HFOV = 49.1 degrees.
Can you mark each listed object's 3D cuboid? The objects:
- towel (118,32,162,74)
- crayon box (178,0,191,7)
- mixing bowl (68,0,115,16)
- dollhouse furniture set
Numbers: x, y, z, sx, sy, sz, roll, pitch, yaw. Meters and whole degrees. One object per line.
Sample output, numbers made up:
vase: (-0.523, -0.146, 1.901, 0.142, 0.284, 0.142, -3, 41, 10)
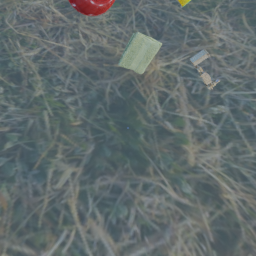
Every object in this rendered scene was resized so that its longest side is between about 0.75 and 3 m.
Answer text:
towel: (0.313, -2.091, 7.932, 0.898, 1.211, 0.221, 16, 47, -22)
crayon box: (2.126, -4.750, 9.684, 0.578, 0.973, 0.284, 51, 25, -10)
mixing bowl: (-0.828, -3.606, 7.150, 1.468, 1.468, 0.795, -22, 32, -14)
dollhouse furniture set: (2.077, -1.435, 7.216, 0.448, 1.012, 0.524, -33, 33, 15)
